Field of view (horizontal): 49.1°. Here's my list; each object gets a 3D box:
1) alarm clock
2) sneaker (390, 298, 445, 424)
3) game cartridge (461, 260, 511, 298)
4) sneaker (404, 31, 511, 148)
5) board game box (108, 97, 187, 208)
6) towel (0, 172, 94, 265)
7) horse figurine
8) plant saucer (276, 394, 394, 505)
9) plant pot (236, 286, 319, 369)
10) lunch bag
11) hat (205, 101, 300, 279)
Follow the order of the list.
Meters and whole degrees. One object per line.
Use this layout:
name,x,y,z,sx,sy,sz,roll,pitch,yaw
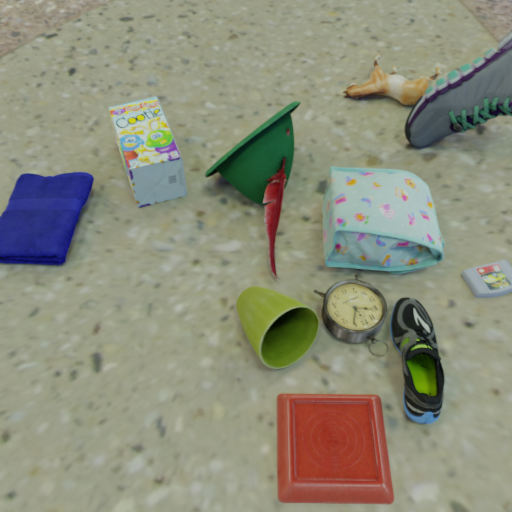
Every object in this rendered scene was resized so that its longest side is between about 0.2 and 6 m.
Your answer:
alarm clock,1.857,1.155,10.202,1.154,0.570,1.711,-19,51,-15
sneaker,2.827,1.656,9.550,0.812,0.949,2.291,3,51,0
game cartridge,4.652,0.471,11.004,1.030,0.211,0.686,-13,56,-10
sneaker,5.002,-3.419,12.332,1.368,3.678,1.610,24,39,-40
board game box,-2.459,-2.374,12.645,1.165,1.186,2.261,-16,52,-12
towel,-4.505,-0.790,11.825,1.749,0.587,2.369,0,51,8
horse figurine,3.797,-4.509,14.712,2.599,0.649,1.722,22,53,17
plant saucer,1.223,2.966,8.907,1.781,0.327,1.778,1,51,0
plant pot,0.226,1.120,9.953,1.235,1.235,1.320,-28,39,-21
lunch bag,2.514,-0.707,11.156,2.257,1.376,1.922,5,51,-3
hat,0.541,-1.429,12.186,2.966,2.457,2.611,-39,95,-9
